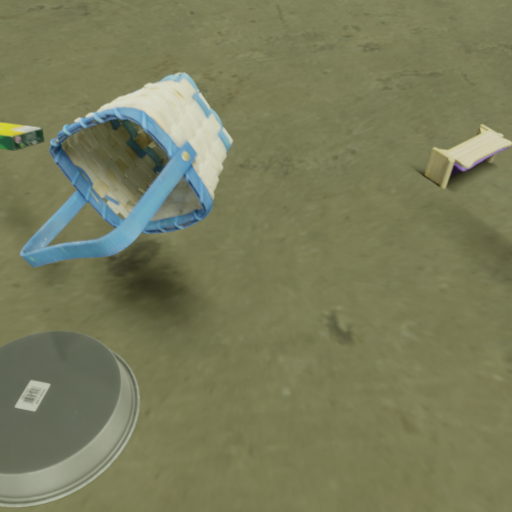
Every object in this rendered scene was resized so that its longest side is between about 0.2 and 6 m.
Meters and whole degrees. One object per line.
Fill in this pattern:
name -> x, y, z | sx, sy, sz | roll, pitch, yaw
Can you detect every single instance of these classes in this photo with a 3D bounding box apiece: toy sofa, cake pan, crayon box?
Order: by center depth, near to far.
crayon box -> -3.220, -1.550, 7.246 | 0.791, 0.201, 0.502 | 13, 29, 25
cake pan -> -2.823, 1.953, 7.345 | 2.505, 0.459, 2.505 | 0, 42, 0
toy sofa -> 4.359, -1.990, 11.491 | 1.694, 0.702, 0.827 | -28, 54, -27

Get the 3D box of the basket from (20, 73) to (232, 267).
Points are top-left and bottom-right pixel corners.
basket -> -1.392, -0.810, 6.069 | 2.008, 1.584, 2.277 | -3, 40, 44
